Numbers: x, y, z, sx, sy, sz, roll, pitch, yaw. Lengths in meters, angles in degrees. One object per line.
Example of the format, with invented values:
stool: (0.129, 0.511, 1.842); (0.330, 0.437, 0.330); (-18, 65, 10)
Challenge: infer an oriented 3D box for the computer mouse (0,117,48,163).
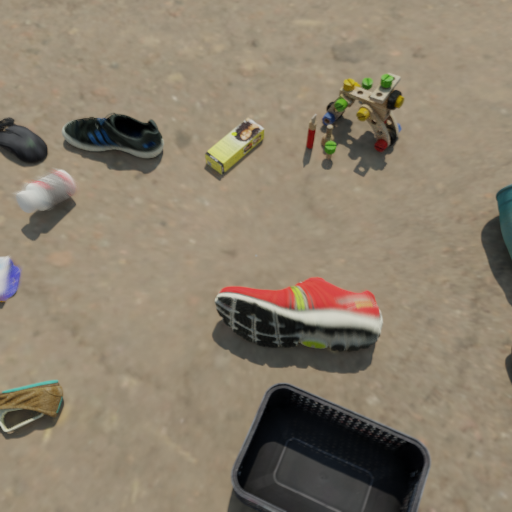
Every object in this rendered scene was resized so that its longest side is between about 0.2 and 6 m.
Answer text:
computer mouse: (-5.372, -2.585, 12.481); (1.538, 0.405, 1.065); (25, 63, 14)

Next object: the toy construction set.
toy construction set: (2.146, -3.225, 12.116); (2.205, 1.695, 1.839); (-27, 65, -13)

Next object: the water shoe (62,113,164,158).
water shoe: (-3.181, -2.826, 12.329); (2.336, 0.922, 0.835); (9, 60, 5)

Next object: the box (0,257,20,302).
box: (-5.411, 0.474, 10.923); (1.462, 0.303, 0.870); (-3, 61, 1)

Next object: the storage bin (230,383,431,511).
storage bin: (1.109, 3.410, 8.806); (2.697, 1.265, 1.824); (21, 64, 12)

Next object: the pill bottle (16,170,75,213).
pill bottle: (-4.316, -1.295, 11.485); (0.595, 0.595, 1.074); (36, 48, 18)

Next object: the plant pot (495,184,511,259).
plant pot: (5.528, -0.467, 10.762); (1.689, 1.689, 1.587); (4, 77, 2)

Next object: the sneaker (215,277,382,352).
sneaker: (0.777, 0.952, 10.377); (3.062, 1.179, 1.300); (9, 47, -1)

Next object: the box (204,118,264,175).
box: (-0.469, -2.453, 12.462); (0.531, 0.354, 1.411); (38, 69, 19)

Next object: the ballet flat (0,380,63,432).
ballet flat: (-4.425, 2.631, 9.629); (2.166, 0.734, 0.783); (-4, 81, -7)
